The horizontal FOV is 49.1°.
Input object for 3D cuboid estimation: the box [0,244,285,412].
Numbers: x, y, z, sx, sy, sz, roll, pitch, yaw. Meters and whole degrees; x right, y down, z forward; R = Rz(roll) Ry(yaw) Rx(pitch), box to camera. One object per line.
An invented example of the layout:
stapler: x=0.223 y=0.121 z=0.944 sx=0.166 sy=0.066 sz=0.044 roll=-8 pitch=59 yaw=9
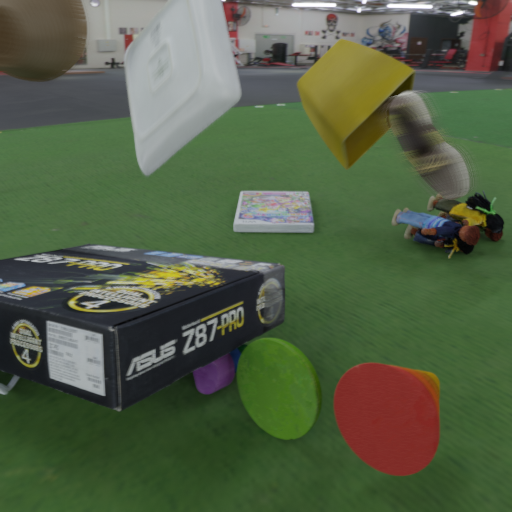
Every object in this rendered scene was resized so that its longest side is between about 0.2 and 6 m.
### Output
box: x=-1.881 y=0.568 z=6.731 sx=3.601 sy=0.884 sz=2.902 roll=6 pitch=11 yaw=33

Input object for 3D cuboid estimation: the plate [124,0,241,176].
plate: x=-1.205 y=-2.559 z=7.739 sx=0.358 sy=2.213 sz=2.208 roll=6 pitch=-25 yaw=-43

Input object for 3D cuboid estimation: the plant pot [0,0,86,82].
plant pot: x=-3.359 y=-3.162 z=7.598 sx=1.875 sy=1.875 sz=0.865 roll=5 pitch=42 yaw=10

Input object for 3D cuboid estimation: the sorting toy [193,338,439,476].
sorting toy: x=0.652 y=1.289 z=5.907 sx=3.048 sy=1.057 sz=1.050 roll=3 pitch=12 yaw=42

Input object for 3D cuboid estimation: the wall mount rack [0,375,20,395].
wall mount rack: x=-3.468 y=0.887 z=6.251 sx=1.812 sy=1.574 sz=0.676 roll=11 pitch=59 yaw=25

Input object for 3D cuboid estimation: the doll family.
doll family: x=3.724 y=-0.563 z=10.371 sx=2.650 sy=1.040 sz=1.532 roll=-26 pitch=38 yaw=-36

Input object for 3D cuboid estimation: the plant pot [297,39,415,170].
plant pot: x=1.789 y=-3.022 z=10.770 sx=1.567 sy=1.776 sz=1.776 roll=46 pitch=2 yaw=14

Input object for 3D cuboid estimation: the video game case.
video game case: x=0.393 y=-0.996 z=12.234 sx=1.618 sy=0.204 sz=2.260 roll=1 pitch=24 yaw=2

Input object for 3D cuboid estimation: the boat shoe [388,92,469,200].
boat shoe: x=2.731 y=-1.678 z=8.951 sx=0.701 sy=1.952 sz=0.581 roll=-26 pitch=11 yaw=38
